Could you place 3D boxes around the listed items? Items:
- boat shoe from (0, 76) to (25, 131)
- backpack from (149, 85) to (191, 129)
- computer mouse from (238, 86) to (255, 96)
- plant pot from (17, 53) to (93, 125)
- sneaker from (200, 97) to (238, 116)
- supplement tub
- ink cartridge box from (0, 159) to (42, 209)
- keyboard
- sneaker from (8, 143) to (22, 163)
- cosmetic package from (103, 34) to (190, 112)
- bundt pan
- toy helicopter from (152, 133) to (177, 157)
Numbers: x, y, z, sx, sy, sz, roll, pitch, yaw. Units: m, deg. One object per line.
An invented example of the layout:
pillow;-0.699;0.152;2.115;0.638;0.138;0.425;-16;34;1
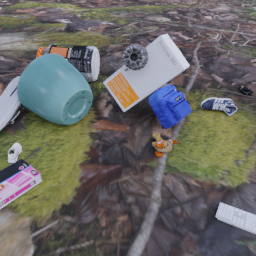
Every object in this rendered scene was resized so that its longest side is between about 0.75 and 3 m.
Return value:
boat shoe;-4.588;-0.611;10.663;1.068;1.051;2.964;27;63;14
backpack;1.562;-0.877;10.222;1.125;1.162;1.385;-34;91;-33
computer mouse;5.923;-1.498;12.395;0.659;0.383;2.249;-29;45;-33
plant pot;-2.528;-1.249;10.514;1.944;2.423;2.423;37;49;23
sneaker;3.744;-0.859;11.410;1.441;0.505;0.782;-4;34;-10
supplement tub;-2.864;-3.165;13.573;2.758;1.689;1.689;6;36;7
ink cartridge box;-3.655;1.758;7.951;1.039;0.407;2.193;27;46;32
keyboard;3.365;2.491;7.142;2.141;0.114;0.603;17;39;22
sneaker;-3.780;0.753;9.321;0.341;0.368;0.909;-5;35;-4
cosmetic package;0.654;-2.036;10.656;2.936;1.489;1.046;-34;4;29
bundt pan;0.223;-2.395;9.470;0.917;0.917;0.344;8;17;11
toy helicopter;1.183;0.462;9.669;0.788;0.470;1.192;-11;29;-10
